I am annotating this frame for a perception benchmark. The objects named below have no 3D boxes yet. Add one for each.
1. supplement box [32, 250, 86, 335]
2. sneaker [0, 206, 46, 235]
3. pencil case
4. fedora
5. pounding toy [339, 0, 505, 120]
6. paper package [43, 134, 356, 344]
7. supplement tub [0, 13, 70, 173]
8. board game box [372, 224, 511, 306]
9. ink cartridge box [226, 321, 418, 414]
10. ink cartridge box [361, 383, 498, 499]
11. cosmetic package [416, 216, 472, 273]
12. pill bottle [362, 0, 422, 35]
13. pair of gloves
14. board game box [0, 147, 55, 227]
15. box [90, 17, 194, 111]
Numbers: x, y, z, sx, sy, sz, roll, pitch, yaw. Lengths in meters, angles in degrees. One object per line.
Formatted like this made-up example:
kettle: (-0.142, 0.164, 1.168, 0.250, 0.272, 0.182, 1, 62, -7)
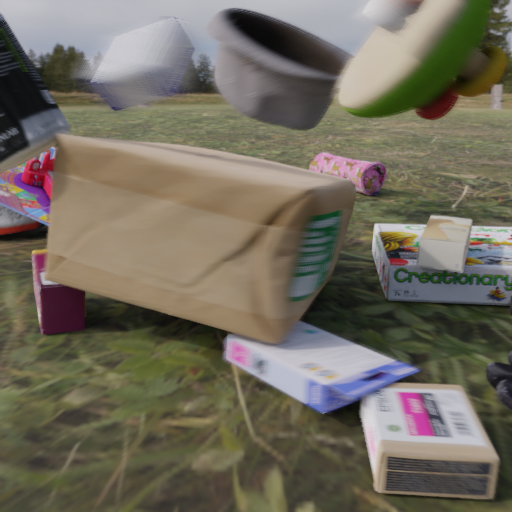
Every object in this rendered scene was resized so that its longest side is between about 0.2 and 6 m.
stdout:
supplement box: (-2.495, 0.415, 7.059, 0.537, 0.681, 1.041, -4, 27, -24)
sneaker: (-5.152, -1.183, 10.371, 2.876, 1.541, 0.960, -9, 20, -14)
pencil case: (2.351, -2.161, 14.586, 0.890, 0.930, 2.150, -45, 37, -17)
fedora: (0.443, -3.408, 10.663, 3.234, 1.460, 2.860, 30, 36, 11)
pounding toy: (2.184, -2.313, 6.126, 1.181, 2.544, 1.964, 35, 20, -18)
paper package: (-0.500, -0.446, 7.162, 3.079, 1.671, 3.230, 13, 12, 15)
supplement tub: (-2.999, -1.910, 6.069, 1.154, 1.883, 1.154, -27, 14, 7)
board game box: (3.554, 0.091, 8.344, 3.409, 0.590, 2.152, 2, 18, 6)
ink cartridge box: (0.606, 1.087, 5.596, 1.020, 0.359, 1.710, -7, 14, -40)
ink cartridge box: (1.363, 1.462, 4.594, 0.871, 0.397, 1.057, 2, 18, 3)
cosmetic package: (2.559, -0.186, 7.563, 0.604, 0.408, 1.148, 8, 21, 21)
pill bottle: (1.305, -2.410, 4.944, 0.442, 0.774, 0.442, 24, 29, -14)
pair of gloves: (3.922, 1.162, 5.577, 2.820, 0.391, 3.165, 12, 25, 28)
board game box: (-3.583, -1.374, 10.705, 3.454, 0.673, 2.729, 23, 21, 3)
box: (-1.277, -2.163, 6.357, 0.903, 0.474, 0.831, -5, 54, 30)
